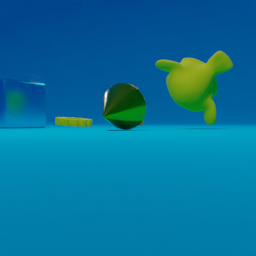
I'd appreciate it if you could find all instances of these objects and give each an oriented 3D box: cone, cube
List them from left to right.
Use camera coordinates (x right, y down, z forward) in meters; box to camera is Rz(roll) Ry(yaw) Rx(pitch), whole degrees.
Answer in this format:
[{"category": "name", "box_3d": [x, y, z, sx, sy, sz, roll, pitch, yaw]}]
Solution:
[{"category": "cube", "box_3d": [-3.440, -0.678, 8.455, 1.349, 1.349, 1.349, 1, 1, 39]}, {"category": "cone", "box_3d": [-0.247, -0.298, 5.044, 0.926, 0.926, 0.930, 0, 15, 22]}]

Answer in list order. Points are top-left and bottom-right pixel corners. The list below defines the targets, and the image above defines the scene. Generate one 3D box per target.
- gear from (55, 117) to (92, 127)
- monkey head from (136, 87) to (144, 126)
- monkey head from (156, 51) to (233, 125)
[{"category": "gear", "box_3d": [-2.329, -0.266, 12.087, 1.539, 0.285, 1.539, 4, 5, 0]}, {"category": "monkey head", "box_3d": [0.070, -0.684, 9.088, 1.016, 1.412, 0.851, -34, 40, -29]}, {"category": "monkey head", "box_3d": [1.657, -1.100, 6.581, 1.203, 1.996, 1.436, -46, 7, -31]}]
